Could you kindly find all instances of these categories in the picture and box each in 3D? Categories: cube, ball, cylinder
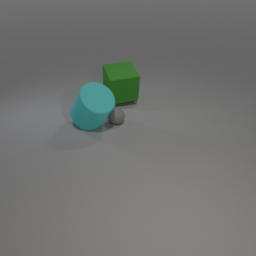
[{"bbox_3d":[-0.346,-2.140,13.190,1.400,1.400,1.400,-11,45,-14],"label":"cube"},{"bbox_3d":[-0.478,-0.501,11.647,0.700,0.700,0.700,0,29,0],"label":"ball"},{"bbox_3d":[-1.394,-0.827,10.941,1.400,1.400,1.400,13,57,-21],"label":"cylinder"}]
